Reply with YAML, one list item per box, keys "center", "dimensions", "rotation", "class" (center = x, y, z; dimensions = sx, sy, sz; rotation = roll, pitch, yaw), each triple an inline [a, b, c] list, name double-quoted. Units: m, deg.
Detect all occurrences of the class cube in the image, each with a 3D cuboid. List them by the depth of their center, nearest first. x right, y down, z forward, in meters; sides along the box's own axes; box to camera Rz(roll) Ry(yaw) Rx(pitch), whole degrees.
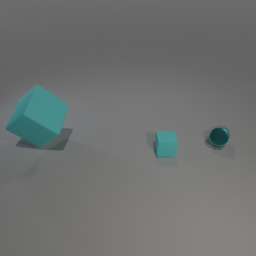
- center: [-3.225, -0.408, 10.055]
  dimensions: [1.400, 1.400, 1.400]
  rotation: [-27, 41, 39]
  class: "cube"
- center: [1.390, 0.576, 10.277]
  dimensions: [0.700, 0.700, 0.700]
  rotation: [0, 32, -2]
  class: "cube"

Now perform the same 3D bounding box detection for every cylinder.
- center: [3.480, 0.290, 10.593]
  dimensions: [0.700, 0.700, 0.700]
  rotation: [14, 13, 22]
  class: "cylinder"
